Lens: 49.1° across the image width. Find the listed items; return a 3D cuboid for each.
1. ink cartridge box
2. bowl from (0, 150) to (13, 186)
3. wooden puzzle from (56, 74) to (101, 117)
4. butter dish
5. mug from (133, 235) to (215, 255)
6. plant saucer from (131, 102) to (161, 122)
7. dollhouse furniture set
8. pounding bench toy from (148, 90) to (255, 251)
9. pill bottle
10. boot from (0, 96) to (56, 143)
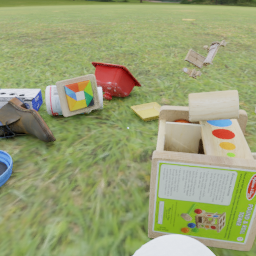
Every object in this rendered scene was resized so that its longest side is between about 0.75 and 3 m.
[{"bbox_3d":[-4.313,-0.875,9.448,2.531,0.560,1.190,-1,28,-1],"label":"ink cartridge box"},{"bbox_3d":[-3.389,1.003,6.296,1.524,0.299,1.524,0,28,0],"label":"bowl"},{"bbox_3d":[-1.379,-0.909,7.924,1.117,1.033,0.208,-15,24,-16],"label":"wooden puzzle"},{"bbox_3d":[-0.566,-1.586,10.271,1.593,1.177,1.588,16,-12,31],"label":"butter dish"},{"bbox_3d":[0.691,2.277,2.941,2.123,1.567,1.861,35,23,1],"label":"mug"},{"bbox_3d":[0.699,-0.503,9.120,0.951,0.231,0.951,-13,31,-21],"label":"plant saucer"},{"bbox_3d":[1.989,-1.909,7.569,0.547,0.955,1.120,27,-1,-9],"label":"dollhouse furniture set"},{"bbox_3d":[1.360,0.286,5.033,1.718,2.766,2.158,4,30,8],"label":"pounding bench toy"},{"bbox_3d":[-1.725,-0.930,9.145,1.763,0.958,0.958,-3,29,-7],"label":"pill bottle"},{"bbox_3d":[-3.024,0.035,7.765,1.217,0.938,2.511,-39,44,-23],"label":"boot"}]
